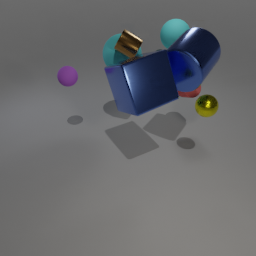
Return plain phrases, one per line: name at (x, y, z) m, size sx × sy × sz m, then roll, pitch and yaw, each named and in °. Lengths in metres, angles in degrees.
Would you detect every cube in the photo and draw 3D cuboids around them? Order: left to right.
cube at (0.364, -1.291, 7.961) m, size 1.400 × 1.400 × 1.400 m, roll -24°, pitch 17°, yaw -18°

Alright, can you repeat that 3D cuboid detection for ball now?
ball at (-2.069, -1.773, 9.604) m, size 0.700 × 0.700 × 0.700 m, roll 0°, pitch 33°, yaw 0°
ball at (-0.208, -2.653, 10.052) m, size 1.400 × 1.400 × 1.400 m, roll 0°, pitch 33°, yaw 0°
ball at (2.200, -4.333, 13.037) m, size 1.400 × 1.400 × 1.400 m, roll 0°, pitch 33°, yaw 0°
ball at (2.384, -0.670, 8.492) m, size 0.700 × 0.700 × 0.700 m, roll 0°, pitch 33°, yaw 0°

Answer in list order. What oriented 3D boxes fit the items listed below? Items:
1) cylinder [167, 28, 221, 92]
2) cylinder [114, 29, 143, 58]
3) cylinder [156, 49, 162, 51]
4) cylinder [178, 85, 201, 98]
cylinder at (1.828, -2.018, 8.312) m, size 1.400 × 1.400 × 1.400 m, roll 20°, pitch 52°, yaw 28°
cylinder at (0.014, -2.681, 8.995) m, size 0.700 × 0.700 × 0.700 m, roll 29°, pitch 33°, yaw -9°
cylinder at (1.573, -3.316, 13.518) m, size 0.700 × 0.700 × 0.700 m, roll -2°, pitch 44°, yaw -4°
cylinder at (2.244, -1.488, 10.439) m, size 0.700 × 0.700 × 0.700 m, roll -10°, pitch 11°, yaw -15°
